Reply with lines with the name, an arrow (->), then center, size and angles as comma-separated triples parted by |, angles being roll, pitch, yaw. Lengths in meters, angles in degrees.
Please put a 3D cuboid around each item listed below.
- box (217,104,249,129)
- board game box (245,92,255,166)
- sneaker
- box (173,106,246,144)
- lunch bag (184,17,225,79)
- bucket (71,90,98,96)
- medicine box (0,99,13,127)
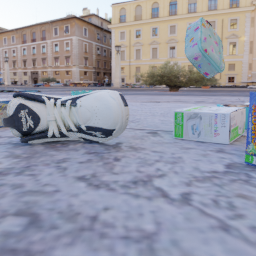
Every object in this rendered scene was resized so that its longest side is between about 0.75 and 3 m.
box -> 4.126, -0.352, 8.389 | 2.712, 0.667, 1.116 | 1, 9, 8
board game box -> 2.708, -0.045, 4.793 | 1.739, 1.177, 0.300 | -6, 11, -30
sneaker -> -1.497, -0.190, 5.844 | 2.889, 1.153, 1.880 | 9, 14, 44
box -> 2.021, -0.146, 6.845 | 1.334, 0.731, 1.512 | 6, 11, 33
lunch bag -> 2.528, -2.585, 9.038 | 1.461, 1.821, 0.702 | 34, -40, -28
bucket -> -1.682, -1.090, 11.991 | 1.569, 1.021, 1.569 | -1, 9, 0
medicine box -> -4.506, -0.475, 8.628 | 1.608, 0.828, 1.465 | 3, 9, 12
